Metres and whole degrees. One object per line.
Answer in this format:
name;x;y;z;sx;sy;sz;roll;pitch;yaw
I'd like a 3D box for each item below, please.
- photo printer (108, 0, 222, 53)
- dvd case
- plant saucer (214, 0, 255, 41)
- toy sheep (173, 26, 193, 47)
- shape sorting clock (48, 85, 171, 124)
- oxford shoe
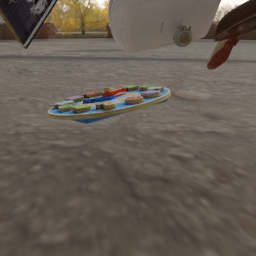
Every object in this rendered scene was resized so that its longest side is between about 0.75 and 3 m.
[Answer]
photo printer;0.870;-3.008;7.217;2.766;0.961;2.301;-13;-17;-4
dvd case;-1.550;-2.248;4.454;0.153;1.420;1.909;28;-9;0
plant saucer;2.846;-2.448;5.836;2.242;0.386;2.242;-19;2;1
toy sheep;1.370;-2.303;7.052;0.533;0.533;0.773;-2;19;-4
shape sorting clock;-0.200;-0.308;2.995;1.305;0.256;1.305;-11;12;2
oxford shoe;2.934;-2.469;8.774;0.495;1.399;0.516;25;24;-29
